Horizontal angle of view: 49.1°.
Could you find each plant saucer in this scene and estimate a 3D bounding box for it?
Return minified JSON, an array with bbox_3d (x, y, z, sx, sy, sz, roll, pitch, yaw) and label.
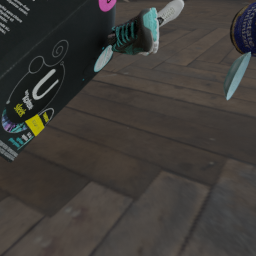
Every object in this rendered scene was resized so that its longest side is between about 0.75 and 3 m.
[{"bbox_3d":[2.203,-1.094,5.791,0.201,1.046,1.046,29,40,22],"label":"plant saucer"}]

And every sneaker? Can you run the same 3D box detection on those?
[{"bbox_3d":[1.129,-3.349,8.376,1.261,0.482,0.508,-34,16,19],"label":"sneaker"},{"bbox_3d":[0.045,-1.363,4.242,0.702,0.597,1.539,-5,4,-6],"label":"sneaker"}]

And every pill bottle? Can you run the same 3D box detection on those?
[{"bbox_3d":[3.589,-2.370,6.541,1.424,1.424,2.546,-3,15,-5],"label":"pill bottle"}]

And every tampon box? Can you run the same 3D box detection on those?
[{"bbox_3d":[-1.747,-1.278,4.448,1.826,2.168,2.893,38,73,7],"label":"tampon box"}]
